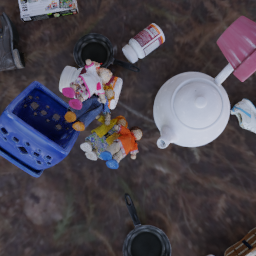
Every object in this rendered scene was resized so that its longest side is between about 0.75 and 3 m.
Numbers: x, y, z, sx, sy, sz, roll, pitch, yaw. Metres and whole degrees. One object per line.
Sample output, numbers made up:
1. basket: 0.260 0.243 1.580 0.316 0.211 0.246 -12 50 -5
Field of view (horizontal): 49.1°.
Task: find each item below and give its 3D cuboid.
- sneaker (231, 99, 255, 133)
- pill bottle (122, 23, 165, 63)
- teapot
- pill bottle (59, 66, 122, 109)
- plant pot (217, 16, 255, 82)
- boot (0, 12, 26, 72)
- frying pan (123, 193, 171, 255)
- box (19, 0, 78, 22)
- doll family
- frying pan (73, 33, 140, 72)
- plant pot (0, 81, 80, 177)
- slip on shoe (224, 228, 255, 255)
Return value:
1. sneaker: 4.714 -0.163 10.574 0.769 0.729 1.905 -37 77 1
2. pill bottle: 0.589 -3.248 10.828 1.549 0.849 0.849 -38 85 -4
3. teapot: 2.361 -0.781 9.854 2.957 2.188 2.996 -2 82 0
4. pill bottle: -1.370 -1.546 10.434 2.118 1.209 1.209 16 83 1
5. plant pot: 3.147 -2.169 7.434 1.444 1.444 1.292 -42 83 -5
6. boot: -5.317 -3.084 10.801 2.191 0.871 2.516 -15 86 -2
7. frying pan: 0.295 3.971 10.159 1.721 0.463 2.844 -43 83 -6
8. box: -3.221 -5.083 11.279 2.238 0.389 1.232 -10 83 -1
9. doll family: -0.759 -0.356 7.739 1.833 1.331 2.953 -45 114 -43
10. frying pan: -0.823 -2.927 11.015 2.601 0.423 1.574 1 84 -2
11. plant pot: -2.571 0.125 7.788 1.877 1.877 1.687 39 121 -17
12. slip on shoe: 4.538 4.297 10.002 2.296 0.873 0.696 -30 116 -9
